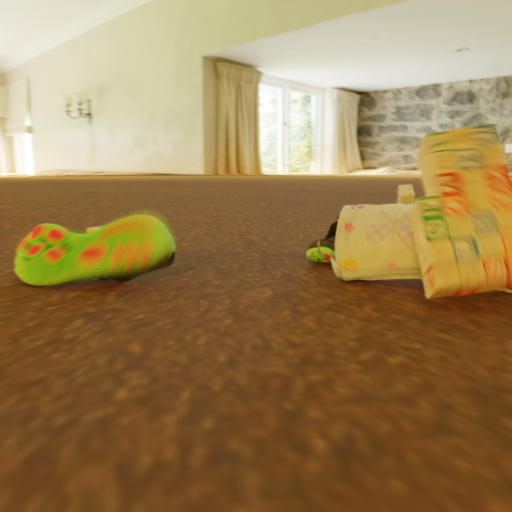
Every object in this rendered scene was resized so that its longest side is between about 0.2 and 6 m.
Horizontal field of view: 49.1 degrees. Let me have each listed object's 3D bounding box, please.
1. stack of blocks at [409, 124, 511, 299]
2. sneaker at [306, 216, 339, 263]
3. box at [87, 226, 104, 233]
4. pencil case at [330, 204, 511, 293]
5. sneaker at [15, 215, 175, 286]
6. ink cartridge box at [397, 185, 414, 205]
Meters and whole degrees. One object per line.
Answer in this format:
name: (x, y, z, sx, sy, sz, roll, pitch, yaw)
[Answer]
stack of blocks: (2.314, -0.504, 6.343, 1.044, 1.814, 0.531, -8, -17, 4)
sneaker: (1.268, -0.280, 8.779, 0.653, 0.713, 1.701, 5, 12, 27)
box: (-2.432, -0.351, 10.081, 0.474, 0.395, 1.155, 8, 13, 36)
pencil case: (2.177, -0.110, 7.139, 2.360, 1.070, 0.981, 4, -15, 16)
sneaker: (-2.100, 0.057, 7.250, 2.267, 0.870, 0.950, -3, -24, 16)
ink cartridge box: (3.572, -1.240, 13.416, 0.324, 0.781, 0.569, -2, 34, 7)
